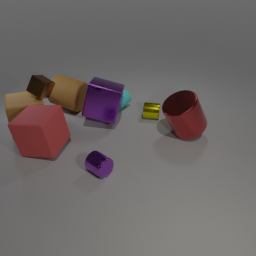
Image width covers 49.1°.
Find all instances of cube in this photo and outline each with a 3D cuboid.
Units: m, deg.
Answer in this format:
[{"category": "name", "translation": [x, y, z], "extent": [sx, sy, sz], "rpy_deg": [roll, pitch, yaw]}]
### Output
[{"category": "cube", "translation": [-3.138, 0.100, 10.113], "extent": [1.400, 1.400, 1.400], "rpy_deg": [1, 34, 18]}, {"category": "cube", "translation": [-1.009, -1.180, 11.699], "extent": [1.400, 1.400, 1.400], "rpy_deg": [15, 21, -3]}, {"category": "cube", "translation": [-3.436, -1.628, 11.052], "extent": [0.700, 0.700, 0.700], "rpy_deg": [32, 18, 8]}, {"category": "cube", "translation": [-4.112, -0.569, 11.400], "extent": [1.400, 1.400, 1.400], "rpy_deg": [-11, 34, -18]}]

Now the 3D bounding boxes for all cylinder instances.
[{"category": "cylinder", "translation": [2.204, -0.501, 10.869], "extent": [1.400, 1.400, 1.400], "rpy_deg": [-20, 40, 17]}, {"category": "cylinder", "translation": [-0.325, -1.347, 13.086], "extent": [0.700, 0.700, 0.700], "rpy_deg": [27, 53, 36]}, {"category": "cylinder", "translation": [-2.701, -1.593, 12.769], "extent": [1.400, 1.400, 1.400], "rpy_deg": [20, 36, 14]}, {"category": "cylinder", "translation": [1.043, -0.770, 12.383], "extent": [0.700, 0.700, 0.700], "rpy_deg": [6, 33, 8]}, {"category": "cylinder", "translation": [-0.951, 1.194, 9.263], "extent": [0.700, 0.700, 0.700], "rpy_deg": [26, 40, 35]}]
